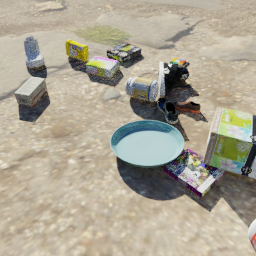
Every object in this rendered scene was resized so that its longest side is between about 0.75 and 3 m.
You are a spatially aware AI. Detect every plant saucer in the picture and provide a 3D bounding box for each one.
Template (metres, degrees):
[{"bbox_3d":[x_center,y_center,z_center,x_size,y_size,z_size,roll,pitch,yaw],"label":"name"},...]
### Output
[{"bbox_3d":[0.679,0.575,10.161,2.650,0.363,2.650,-1,35,1],"label":"plant saucer"}]

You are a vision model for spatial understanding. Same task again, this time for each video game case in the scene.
[{"bbox_3d":[2.202,1.437,9.336,1.378,0.272,1.520,-31,49,-34],"label":"video game case"}]

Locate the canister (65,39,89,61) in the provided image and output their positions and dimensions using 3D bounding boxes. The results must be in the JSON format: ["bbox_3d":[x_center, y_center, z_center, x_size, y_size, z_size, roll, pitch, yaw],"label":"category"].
[{"bbox_3d":[-2.834,-4.324,15.659,1.254,0.931,0.543,24,44,23],"label":"canister"}]

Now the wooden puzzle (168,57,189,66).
[{"bbox_3d":[2.721,-3.613,15.372,0.971,0.196,1.050,20,44,22],"label":"wooden puzzle"}]

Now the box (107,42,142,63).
[{"bbox_3d":[-0.224,-4.361,16.124,1.297,0.358,1.619,31,49,31],"label":"box"}]

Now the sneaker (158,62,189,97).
[{"bbox_3d":[2.205,-2.409,13.348,1.491,0.974,2.665,3,40,3],"label":"sneaker"}]

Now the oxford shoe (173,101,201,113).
[{"bbox_3d":[2.548,-1.018,12.113,1.212,0.440,0.431,13,42,14],"label":"oxford shoe"}]

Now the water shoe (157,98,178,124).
[{"bbox_3d":[1.724,-0.911,11.794,0.621,0.685,1.737,-10,41,-12],"label":"water shoe"}]

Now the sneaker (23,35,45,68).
[{"bbox_3d":[-5.240,-4.230,15.229,1.029,1.312,2.641,-17,43,-19],"label":"sneaker"}]

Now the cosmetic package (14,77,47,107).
[{"bbox_3d":[-4.380,-1.661,12.723,0.757,0.639,1.465,10,42,13],"label":"cosmetic package"}]

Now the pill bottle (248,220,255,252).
[{"bbox_3d":[4.040,3.287,6.078,1.655,1.655,2.943,-7,40,-8],"label":"pill bottle"}]

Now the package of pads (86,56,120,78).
[{"bbox_3d":[-1.332,-3.208,14.642,1.512,0.516,1.168,15,43,17],"label":"package of pads"}]

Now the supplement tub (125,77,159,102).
[{"bbox_3d":[0.639,-1.749,12.540,1.307,0.945,0.945,15,42,20],"label":"supplement tub"}]

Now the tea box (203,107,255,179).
[{"bbox_3d":[3.742,0.438,9.523,1.947,1.322,1.979,14,33,16],"label":"tea box"}]
